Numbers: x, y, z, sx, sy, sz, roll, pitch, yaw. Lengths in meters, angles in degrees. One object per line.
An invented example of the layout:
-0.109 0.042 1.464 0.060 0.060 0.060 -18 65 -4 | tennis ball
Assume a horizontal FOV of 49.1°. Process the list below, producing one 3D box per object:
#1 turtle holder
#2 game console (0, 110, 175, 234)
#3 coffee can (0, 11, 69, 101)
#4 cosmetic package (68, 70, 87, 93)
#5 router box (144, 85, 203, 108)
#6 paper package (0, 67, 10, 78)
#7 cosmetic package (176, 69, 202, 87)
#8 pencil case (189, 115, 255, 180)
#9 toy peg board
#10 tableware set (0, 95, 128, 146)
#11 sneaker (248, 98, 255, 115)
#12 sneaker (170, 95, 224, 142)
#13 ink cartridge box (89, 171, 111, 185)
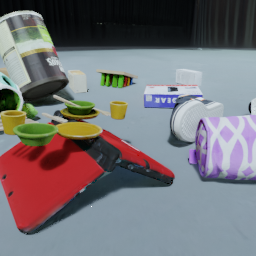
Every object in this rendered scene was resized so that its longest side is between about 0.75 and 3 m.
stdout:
-3.488 -0.582 7.185 1.568 2.207 1.677 9 54 25 | turtle holder
-0.865 0.735 5.090 2.197 1.513 2.549 25 2 -36 | game console
-3.392 -2.435 9.765 1.835 2.507 1.835 -23 -1 -1 | coffee can
-2.219 -2.053 12.244 0.543 0.803 1.527 -7 22 -19 | cosmetic package
1.596 -1.174 10.086 1.963 0.479 1.761 1 19 6 | router box
-4.194 -2.050 11.868 1.987 1.028 1.894 11 22 26 | paper package
2.902 -2.418 13.430 0.481 0.685 1.351 -10 22 -27 | cosmetic package
2.562 0.366 4.865 2.785 1.169 1.191 3 -12 4 | pencil case
-0.535 -2.264 13.264 1.488 0.728 1.482 11 7 26 | toy peg board
-0.961 -0.223 4.701 1.612 0.367 2.393 18 21 38 | tableware set
4.700 -0.556 8.193 2.034 0.820 1.490 3 5 30 | sneaker
1.478 -0.286 6.932 1.002 0.990 2.524 19 16 33 | sneaker
-1.269 0.789 5.019 1.613 0.404 1.308 -30 30 -21 | ink cartridge box
